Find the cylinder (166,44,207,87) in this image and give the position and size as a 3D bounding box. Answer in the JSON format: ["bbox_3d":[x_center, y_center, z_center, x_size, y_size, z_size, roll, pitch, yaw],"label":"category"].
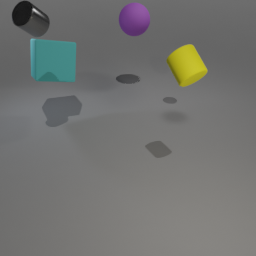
[{"bbox_3d":[1.336,-1.412,6.396,0.700,0.700,0.700,-19,77,-29],"label":"cylinder"}]

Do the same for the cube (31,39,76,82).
[{"bbox_3d":[-2.776,-2.496,10.318,1.400,1.400,1.400,-3,18,-25],"label":"cube"}]

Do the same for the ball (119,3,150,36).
[{"bbox_3d":[0.286,-4.834,12.512,1.400,1.400,1.400,0,30,0],"label":"ball"}]

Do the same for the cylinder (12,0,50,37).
[{"bbox_3d":[-2.574,-2.880,7.442,0.700,0.700,0.700,14,-1,23],"label":"cylinder"}]
